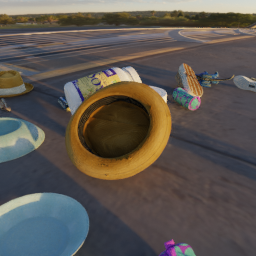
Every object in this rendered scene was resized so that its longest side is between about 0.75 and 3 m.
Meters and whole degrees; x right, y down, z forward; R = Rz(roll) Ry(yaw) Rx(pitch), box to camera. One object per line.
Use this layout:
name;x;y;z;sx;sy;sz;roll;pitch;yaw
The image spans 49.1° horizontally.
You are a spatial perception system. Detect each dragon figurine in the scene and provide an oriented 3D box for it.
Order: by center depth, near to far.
dragon figurine;4.025;-2.464;14.148;2.334;0.687;1.160;19;31;37

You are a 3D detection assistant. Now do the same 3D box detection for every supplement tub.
supplement tub;-0.764;-1.013;9.187;2.260;1.643;1.643;-22;31;-16

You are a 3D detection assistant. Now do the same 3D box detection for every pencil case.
pencil case;0.874;2.302;3.799;0.628;0.682;1.476;-30;25;2
pencil case;2.385;-1.208;11.474;0.649;0.598;1.405;-39;33;-3

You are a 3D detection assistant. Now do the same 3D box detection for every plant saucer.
plant saucer;-1.626;1.866;4.884;1.911;0.368;1.911;0;25;0
plant saucer;-3.991;0.195;8.586;2.740;0.527;2.740;0;24;0

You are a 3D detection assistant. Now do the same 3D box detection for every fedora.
fedora;-0.197;0.150;7.278;2.905;1.185;2.905;-11;58;18
fedora;-5.623;-2.159;13.181;2.321;0.947;2.321;0;24;0

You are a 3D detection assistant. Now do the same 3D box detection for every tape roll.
tape roll;0.565;-1.104;11.181;1.967;0.688;1.967;0;24;0

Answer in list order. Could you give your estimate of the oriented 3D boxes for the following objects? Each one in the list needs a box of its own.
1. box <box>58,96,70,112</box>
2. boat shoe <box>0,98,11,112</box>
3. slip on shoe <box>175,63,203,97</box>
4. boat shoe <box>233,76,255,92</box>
box;-2.262;-1.055;11.565;0.958;0.277;1.205;-13;28;-25
boat shoe;-4.944;-0.863;11.198;0.309;0.326;0.862;-41;45;-6
slip on shoe;2.717;-2.043;13.141;1.072;0.854;2.820;28;33;-24
boat shoe;5.973;-2.126;13.600;0.543;0.602;1.704;-20;39;-37
